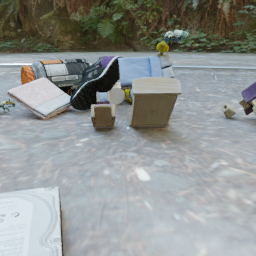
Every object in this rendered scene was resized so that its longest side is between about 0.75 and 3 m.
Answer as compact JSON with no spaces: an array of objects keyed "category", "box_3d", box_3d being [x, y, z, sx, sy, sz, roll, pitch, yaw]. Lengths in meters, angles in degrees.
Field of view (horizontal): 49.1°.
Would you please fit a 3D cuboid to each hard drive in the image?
[{"category":"hard drive","box_3d":[-1.557,1.484,3.160,1.641,0.444,2.349,-5,20,-13]}]

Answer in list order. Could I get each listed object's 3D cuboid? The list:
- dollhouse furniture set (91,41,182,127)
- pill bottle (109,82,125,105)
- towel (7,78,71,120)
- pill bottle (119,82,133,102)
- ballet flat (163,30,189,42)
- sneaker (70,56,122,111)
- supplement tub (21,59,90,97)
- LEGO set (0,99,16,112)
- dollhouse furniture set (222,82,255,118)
[{"category":"dollhouse furniture set","box_3d":[0.195,-1.643,8.264,2.583,1.786,2.736,-1,62,-4]},{"category":"pill bottle","box_3d":[-0.743,-1.572,11.471,0.894,0.894,1.565,-7,30,-20]},{"category":"towel","box_3d":[-2.945,-1.088,9.781,1.682,0.284,1.761,33,34,11]},{"category":"pill bottle","box_3d":[0.218,-1.584,11.575,0.948,0.948,1.692,-8,20,-22]},{"category":"ballet flat","box_3d":[1.407,-2.792,8.441,0.345,0.345,0.929,-14,13,-36]},{"category":"sneaker","box_3d":[-1.327,-1.720,10.592,1.222,1.057,2.791,19,54,36]},{"category":"supplement tub","box_3d":[-2.958,-2.023,11.791,2.719,1.666,1.666,-12,22,-30]},{"category":"LEGO set","box_3d":[-4.819,-0.833,9.914,1.318,0.575,2.029,-4,19,-12]},{"category":"dollhouse furniture set","box_3d":[4.044,-0.155,8.597,1.349,1.506,1.900,35,33,-25]}]
